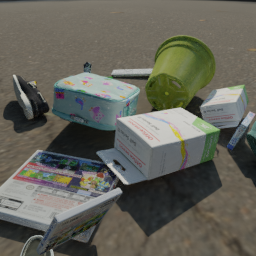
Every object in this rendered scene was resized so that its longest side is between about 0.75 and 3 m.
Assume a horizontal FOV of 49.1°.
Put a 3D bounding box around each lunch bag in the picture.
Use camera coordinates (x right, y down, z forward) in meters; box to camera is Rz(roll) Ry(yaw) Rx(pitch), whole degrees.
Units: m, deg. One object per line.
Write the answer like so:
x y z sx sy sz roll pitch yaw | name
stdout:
-0.879 -0.869 8.960 2.354 1.131 2.935 19 22 11 | lunch bag

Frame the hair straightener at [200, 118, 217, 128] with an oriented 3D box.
2.233 -0.049 8.470 0.260 0.489 1.271 -39 34 -14 | hair straightener

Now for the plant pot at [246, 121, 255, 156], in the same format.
3.817 0.308 7.268 1.087 1.622 1.622 -29 33 3 | plant pot

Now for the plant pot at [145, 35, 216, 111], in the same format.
1.747 -1.775 10.224 2.425 2.425 2.229 13 44 21 | plant pot

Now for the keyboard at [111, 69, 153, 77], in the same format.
0.704 -2.689 13.418 2.943 0.157 0.828 0 32 5 | keyboard

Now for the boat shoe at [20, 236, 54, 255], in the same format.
-1.510 2.352 4.498 0.603 0.594 1.674 -7 31 -11 | boat shoe

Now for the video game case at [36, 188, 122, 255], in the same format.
-0.806 1.554 4.694 1.276 1.163 0.140 -15 57 -44 | video game case

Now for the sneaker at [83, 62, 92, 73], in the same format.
-1.927 -2.737 13.139 0.414 0.674 1.036 2 31 5 | sneaker

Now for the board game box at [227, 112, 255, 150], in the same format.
3.263 0.075 8.079 0.196 0.900 0.905 34 41 20 | board game box

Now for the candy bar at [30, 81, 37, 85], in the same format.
-3.958 -1.538 11.506 0.449 0.200 1.802 -20 34 -5 | candy bar

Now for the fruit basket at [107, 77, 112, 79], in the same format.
-1.003 -1.595 11.393 1.009 0.727 1.009 1 74 -2 | fruit basket

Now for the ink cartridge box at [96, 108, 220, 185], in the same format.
0.765 0.344 7.304 2.833 0.954 1.659 -12 32 -31 | ink cartridge box

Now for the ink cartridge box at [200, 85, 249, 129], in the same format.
3.175 -0.706 9.291 1.195 0.687 2.041 -7 22 35 | ink cartridge box

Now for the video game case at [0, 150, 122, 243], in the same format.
-1.609 1.392 6.454 2.433 0.280 2.217 9 31 14 | video game case

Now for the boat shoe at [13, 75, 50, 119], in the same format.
-3.632 -1.246 10.296 0.803 0.983 2.661 -16 37 -26 | boat shoe
